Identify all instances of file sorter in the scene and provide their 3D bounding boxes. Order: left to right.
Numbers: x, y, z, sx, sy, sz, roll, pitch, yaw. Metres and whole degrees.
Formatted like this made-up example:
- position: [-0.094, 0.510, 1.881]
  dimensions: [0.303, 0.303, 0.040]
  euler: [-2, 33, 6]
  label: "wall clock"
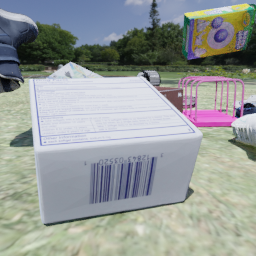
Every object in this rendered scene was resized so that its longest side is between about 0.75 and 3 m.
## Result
- position: [3.136, -1.153, 11.053]
  dimensions: [1.880, 1.697, 2.705]
  euler: [-1, 13, -4]
  label: "file sorter"

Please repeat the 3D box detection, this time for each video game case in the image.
- position: [-1.033, -1.052, 6.701]
  dimensions: [1.421, 0.156, 1.295]
  euler: [25, 33, 2]
  label: "video game case"

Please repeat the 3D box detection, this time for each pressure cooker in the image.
- position: [1.619, -4.038, 23.899]
  dimensions: [1.932, 1.699, 1.726]
  euler: [-9, 21, -30]
  label: "pressure cooker"

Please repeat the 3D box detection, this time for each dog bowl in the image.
- position: [2.839, -1.417, 14.753]
  dimensions: [1.622, 0.598, 1.622]
  euler: [1, 12, 0]
  label: "dog bowl"

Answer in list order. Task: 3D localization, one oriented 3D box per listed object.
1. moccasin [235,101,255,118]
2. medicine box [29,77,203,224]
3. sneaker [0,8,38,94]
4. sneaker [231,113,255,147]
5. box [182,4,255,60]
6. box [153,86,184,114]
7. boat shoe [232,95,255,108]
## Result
- position: [4.849, -0.671, 11.116]
  dimensions: [0.853, 0.723, 2.119]
  euler: [1, 13, 3]
  label: "moccasin"
- position: [-0.438, 0.113, 4.854]
  dimensions: [2.296, 1.297, 2.520]
  euler: [-4, 30, -19]
  label: "medicine box"
- position: [-2.991, -1.882, 7.047]
  dimensions: [1.070, 2.034, 2.814]
  euler: [-16, 4, 15]
  label: "sneaker"
- position: [3.319, 0.155, 7.271]
  dimensions: [1.166, 1.023, 2.909]
  euler: [-6, 4, 24]
  label: "sneaker"
- position: [3.556, -3.679, 10.709]
  dimensions: [2.846, 1.670, 0.688]
  euler: [-13, 42, -7]
  label: "box"
- position: [0.716, -0.632, 9.311]
  dimensions: [1.738, 1.442, 1.428]
  euler: [12, 17, 42]
  label: "box"
- position: [6.211, -1.231, 13.533]
  dimensions: [2.204, 0.755, 0.794]
  euler: [10, 16, 39]
  label: "boat shoe"
